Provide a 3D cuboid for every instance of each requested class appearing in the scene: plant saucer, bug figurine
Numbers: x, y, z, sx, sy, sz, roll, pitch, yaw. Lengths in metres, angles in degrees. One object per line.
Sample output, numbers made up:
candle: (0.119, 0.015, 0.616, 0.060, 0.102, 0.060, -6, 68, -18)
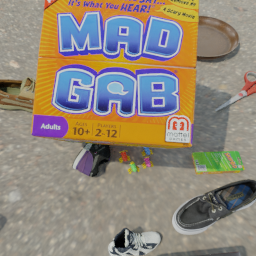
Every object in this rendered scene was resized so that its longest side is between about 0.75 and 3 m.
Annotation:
plant saucer: (3.101, -3.753, 11.738, 2.934, 0.471, 2.934, 0, 53, 0)
bug figurine: (0.292, 0.885, 8.214, 1.057, 0.272, 0.820, -15, 54, -12)

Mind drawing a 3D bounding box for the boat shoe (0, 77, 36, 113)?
boat shoe: (-3.262, -1.131, 9.324, 2.725, 1.006, 1.031, 0, 52, 0)

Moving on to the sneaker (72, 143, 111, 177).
sneaker: (-0.794, 0.619, 8.281, 0.820, 0.710, 1.874, 29, 62, 6)

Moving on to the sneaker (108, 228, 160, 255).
sneaker: (0.162, 2.618, 6.497, 1.278, 0.831, 0.510, -6, 53, -5)

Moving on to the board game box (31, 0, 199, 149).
board game box: (-0.209, -1.094, 6.658, 2.991, 2.988, 2.989, 4, 86, 0)

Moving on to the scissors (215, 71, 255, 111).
scissors: (4.164, -1.189, 9.884, 1.029, 0.196, 2.813, 35, 58, 22)

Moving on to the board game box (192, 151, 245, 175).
board game box: (2.619, 1.004, 8.175, 1.393, 0.209, 0.666, -3, 53, 0)

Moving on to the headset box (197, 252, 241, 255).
headset box: (1.498, 3.501, 5.499, 2.298, 0.862, 1.708, -6, 45, 4)

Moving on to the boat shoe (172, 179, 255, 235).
boat shoe: (2.272, 1.911, 7.061, 2.449, 0.811, 0.856, -15, 53, -11)
